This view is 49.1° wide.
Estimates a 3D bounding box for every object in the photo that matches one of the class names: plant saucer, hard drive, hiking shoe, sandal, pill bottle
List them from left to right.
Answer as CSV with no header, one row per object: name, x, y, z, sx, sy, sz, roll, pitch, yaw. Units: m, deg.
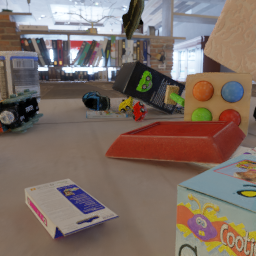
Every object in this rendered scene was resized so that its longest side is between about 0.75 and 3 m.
pill bottle,-3.928,-1.541,10.217,1.361,2.393,1.361,0,12,0
hiking shoe,-1.692,-1.292,12.954,0.933,0.800,2.151,-7,14,-35
sandal,0.218,-2.884,7.463,0.495,0.689,1.736,-13,-3,-16
plant saucer,1.105,0.187,6.088,2.419,0.444,2.414,-1,9,31
hard drive,1.870,0.537,5.426,1.199,0.239,1.818,-9,15,-39

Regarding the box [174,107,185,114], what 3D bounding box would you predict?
box,2.541,-0.762,11.833,0.890,0.223,0.896,-5,13,-22

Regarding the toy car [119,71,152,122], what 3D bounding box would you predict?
toy car,0.466,-1.198,10.332,0.429,1.810,1.924,23,5,-29

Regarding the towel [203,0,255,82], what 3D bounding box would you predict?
towel,3.692,-2.804,8.471,2.245,2.350,0.379,36,45,19

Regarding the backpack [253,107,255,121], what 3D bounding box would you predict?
backpack,5.085,-0.547,8.877,1.659,1.276,1.353,29,23,36

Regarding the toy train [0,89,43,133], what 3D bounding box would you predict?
toy train,-3.571,-0.463,8.519,1.519,1.136,2.665,-13,14,-1

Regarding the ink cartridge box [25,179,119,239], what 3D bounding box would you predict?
ink cartridge box,-0.731,0.964,3.368,0.640,0.251,1.352,-8,11,-35

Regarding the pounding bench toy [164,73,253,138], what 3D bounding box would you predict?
pounding bench toy,2.183,-0.796,8.388,2.687,1.669,2.096,5,13,22

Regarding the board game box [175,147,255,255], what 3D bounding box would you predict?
board game box,1.392,0.781,2.171,2.064,1.063,1.082,-11,16,-43

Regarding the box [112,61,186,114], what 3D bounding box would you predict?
box,0.779,-1.733,11.865,2.302,1.352,2.264,23,4,-18

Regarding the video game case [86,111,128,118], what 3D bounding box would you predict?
video game case,-0.846,-0.538,10.952,1.543,0.137,1.104,-2,11,-8
